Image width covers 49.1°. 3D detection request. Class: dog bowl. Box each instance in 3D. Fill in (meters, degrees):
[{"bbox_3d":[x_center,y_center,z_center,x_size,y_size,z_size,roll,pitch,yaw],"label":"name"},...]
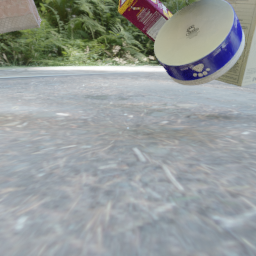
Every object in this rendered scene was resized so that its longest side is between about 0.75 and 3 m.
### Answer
[{"bbox_3d":[1.749,-2.168,7.066,2.112,2.112,0.832,14,-18,43],"label":"dog bowl"}]

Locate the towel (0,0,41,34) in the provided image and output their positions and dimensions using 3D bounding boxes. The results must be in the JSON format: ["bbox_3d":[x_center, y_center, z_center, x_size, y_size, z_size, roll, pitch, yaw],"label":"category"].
[{"bbox_3d":[-4.035,-3.515,8.114,2.527,0.407,2.413,-10,-13,-4],"label":"towel"}]

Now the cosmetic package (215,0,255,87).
[{"bbox_3d":[3.331,-2.896,8.474,1.083,2.963,1.534,-15,31,-39],"label":"cosmetic package"}]

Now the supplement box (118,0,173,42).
[{"bbox_3d":[0.688,-4.316,10.439,1.965,1.014,1.287,32,35,-26],"label":"supplement box"}]
